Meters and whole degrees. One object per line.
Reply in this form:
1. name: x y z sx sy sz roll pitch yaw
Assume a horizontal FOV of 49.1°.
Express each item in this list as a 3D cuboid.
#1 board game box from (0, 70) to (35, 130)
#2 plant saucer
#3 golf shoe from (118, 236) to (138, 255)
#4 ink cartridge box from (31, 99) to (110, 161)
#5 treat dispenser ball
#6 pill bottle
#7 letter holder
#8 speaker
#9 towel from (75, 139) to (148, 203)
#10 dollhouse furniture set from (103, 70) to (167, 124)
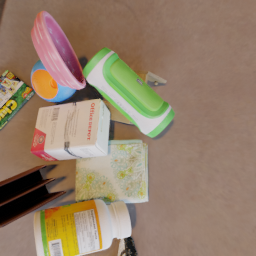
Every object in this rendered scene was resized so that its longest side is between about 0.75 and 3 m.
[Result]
1. board game box: -3.788 -0.624 8.114 1.070 0.240 2.042 37 77 3
2. plant saucer: -1.561 -1.639 6.231 0.458 1.807 1.807 -25 75 7
3. golf shoe: -0.201 3.495 6.738 0.856 0.704 1.811 -14 58 18
4. ink cartridge box: -1.443 0.077 7.286 1.827 0.770 1.322 -7 62 18
5. treat dispenser ball: -1.940 -1.316 7.476 1.245 1.245 1.245 0 74 0
6. pill bottle: -1.032 2.307 6.501 2.071 1.150 1.150 -8 74 -15
7. letter holder: -2.471 1.526 6.514 1.684 1.197 0.847 -23 94 -43
8. speaker: 0.023 -0.838 6.763 2.299 1.017 1.017 43 78 -6
9. towel: -0.421 1.161 7.507 1.958 0.472 1.676 -1 73 1
10. dollhouse furniture set: 0.136 -0.853 8.037 1.353 1.159 1.423 13 94 32
